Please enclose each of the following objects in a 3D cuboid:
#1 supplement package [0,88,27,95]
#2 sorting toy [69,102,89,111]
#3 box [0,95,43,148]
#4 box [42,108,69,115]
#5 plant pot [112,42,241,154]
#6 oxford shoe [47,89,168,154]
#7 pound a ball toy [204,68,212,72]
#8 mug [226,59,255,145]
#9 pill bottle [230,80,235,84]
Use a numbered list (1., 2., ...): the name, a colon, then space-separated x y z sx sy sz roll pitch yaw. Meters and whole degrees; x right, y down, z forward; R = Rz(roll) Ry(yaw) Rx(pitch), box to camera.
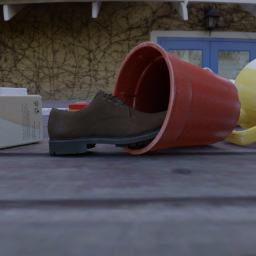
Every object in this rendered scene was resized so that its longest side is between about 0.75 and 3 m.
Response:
1. supplement package: -4.281 -0.706 9.431 1.187 1.202 1.982 -5 7 3
2. sorting toy: -0.435 -0.361 8.346 2.435 0.847 2.420 1 7 12
3. box: -3.119 -0.113 5.372 1.286 1.053 2.709 4 8 32
4. box: -3.959 -0.834 14.485 1.755 0.340 0.364 -1 7 -8
5. plant pot: 0.988 -0.458 5.484 1.942 1.997 1.997 5 3 -30
6. oxford shoe: -0.186 -0.188 4.975 2.559 1.080 0.930 -6 2 -2
7. pound a ball toy: 2.478 -1.639 10.249 0.688 1.056 1.619 42 -2 -5
8. mug: 3.568 -0.359 6.230 2.020 2.522 2.071 32 9 -15
9. pill bottle: 3.541 -0.917 9.986 1.570 1.570 2.758 3 8 21
